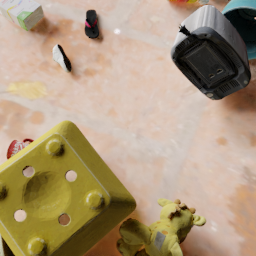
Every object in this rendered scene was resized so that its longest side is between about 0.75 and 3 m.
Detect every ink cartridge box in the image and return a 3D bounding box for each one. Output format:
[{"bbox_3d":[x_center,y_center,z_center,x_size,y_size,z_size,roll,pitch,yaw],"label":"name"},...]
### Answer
[{"bbox_3d":[-3.843,-4.186,9.790,1.572,0.529,0.920,33,70,13],"label":"ink cartridge box"}]

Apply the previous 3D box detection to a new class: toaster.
[{"bbox_3d":[2.294,-2.215,7.939,2.671,1.518,1.725,38,46,-22],"label":"toaster"}]

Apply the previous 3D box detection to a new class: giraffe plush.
[{"bbox_3d":[0.860,2.396,6.484,1.674,1.940,1.573,43,44,13],"label":"giraffe plush"}]

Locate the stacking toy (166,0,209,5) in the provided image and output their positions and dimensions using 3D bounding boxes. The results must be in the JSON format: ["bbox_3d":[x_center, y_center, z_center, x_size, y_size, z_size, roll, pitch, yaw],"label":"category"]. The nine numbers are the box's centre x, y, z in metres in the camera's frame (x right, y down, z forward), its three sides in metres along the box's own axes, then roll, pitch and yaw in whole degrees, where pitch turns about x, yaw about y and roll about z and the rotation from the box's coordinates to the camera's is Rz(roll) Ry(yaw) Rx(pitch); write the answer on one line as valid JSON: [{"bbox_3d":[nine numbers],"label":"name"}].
[{"bbox_3d":[2.201,-4.857,9.972,1.556,1.137,1.137,18,66,-11],"label":"stacking toy"}]

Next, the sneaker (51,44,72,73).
[{"bbox_3d":[-2.166,-2.165,9.069,0.439,0.377,1.036,-32,75,24],"label":"sneaker"}]

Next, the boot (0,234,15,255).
[{"bbox_3d":[-3.446,3.216,6.452,1.557,0.726,2.013,-17,69,-7],"label":"boot"}]

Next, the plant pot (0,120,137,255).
[{"bbox_3d":[-1.453,1.443,5.856,2.733,2.796,2.715,-38,82,-15],"label":"plant pot"}]

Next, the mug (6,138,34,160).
[{"bbox_3d":[-2.718,0.632,7.663,0.890,0.594,0.790,15,69,3],"label":"mug"}]

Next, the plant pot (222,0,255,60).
[{"bbox_3d":[3.813,-3.449,8.835,1.861,1.861,1.748,24,62,10],"label":"plant pot"}]

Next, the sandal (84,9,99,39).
[{"bbox_3d":[-1.283,-3.660,9.686,0.503,0.302,1.340,-6,66,-3],"label":"sandal"}]
